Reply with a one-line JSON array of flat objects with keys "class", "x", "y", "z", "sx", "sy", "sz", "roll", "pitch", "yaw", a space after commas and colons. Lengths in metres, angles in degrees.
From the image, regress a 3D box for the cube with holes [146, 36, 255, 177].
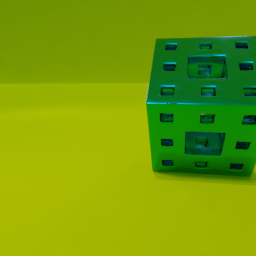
[{"class": "cube with holes", "x": 1.047, "y": -0.300, "z": 3.932, "sx": 1.365, "sy": 1.365, "sz": 1.365, "roll": 2, "pitch": 48, "yaw": 11}]
